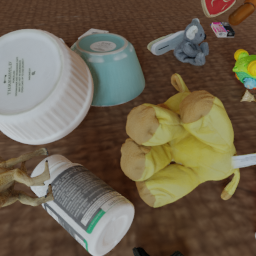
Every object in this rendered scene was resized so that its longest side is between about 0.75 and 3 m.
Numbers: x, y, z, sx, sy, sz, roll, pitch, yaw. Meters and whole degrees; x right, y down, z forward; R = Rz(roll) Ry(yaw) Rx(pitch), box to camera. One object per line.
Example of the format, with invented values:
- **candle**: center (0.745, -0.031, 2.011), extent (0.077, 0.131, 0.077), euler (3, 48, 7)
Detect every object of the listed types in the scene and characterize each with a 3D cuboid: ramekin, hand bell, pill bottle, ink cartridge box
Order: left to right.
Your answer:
- **ramekin**: center (-2.435, -1.124, 7.066), extent (2.928, 1.364, 2.928), euler (-3, 72, 8)
- **pill bottle**: center (-0.932, 1.369, 5.360), extent (1.956, 1.106, 1.106), euler (31, 49, 30)
- **ink cartridge box**: center (4.404, -4.675, 13.135), extent (0.762, 0.298, 1.609), euler (0, 38, 0)
- **hand bell**: center (3.935, -0.847, 8.622), extent (0.794, 0.413, 0.413), euler (26, 46, 12)

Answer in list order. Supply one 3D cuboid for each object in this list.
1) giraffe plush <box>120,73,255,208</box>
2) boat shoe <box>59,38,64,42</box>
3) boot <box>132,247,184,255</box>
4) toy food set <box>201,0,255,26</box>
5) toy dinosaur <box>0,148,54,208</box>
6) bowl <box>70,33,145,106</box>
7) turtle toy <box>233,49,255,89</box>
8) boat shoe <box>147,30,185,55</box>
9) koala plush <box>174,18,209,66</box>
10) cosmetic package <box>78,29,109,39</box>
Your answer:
- **giraffe plush**: center (1.237, 0.009, 6.228), extent (2.945, 2.541, 2.388), euler (3, 32, -10)
- **boat shoe**: center (-2.696, -3.165, 11.186), extent (0.408, 0.495, 1.441), euler (-19, 46, -20)
- **boot**: center (0.584, 2.298, 4.828), extent (0.698, 0.351, 0.933), euler (-31, 60, -22)
- **toy food set**: center (2.710, -2.904, 6.020), extent (2.521, 1.603, 0.397), euler (-6, 20, 0)
- **toy dinosaur**: center (-1.536, 0.760, 3.430), extent (1.169, 0.673, 2.313), euler (-8, 24, -15)
- **bowl**: center (-0.822, -2.114, 9.180), extent (2.838, 1.484, 2.838), euler (0, 39, 0)
- **turtle toy**: center (4.457, -1.819, 9.093), extent (2.162, 1.093, 1.576), euler (0, 33, -2)
- **boat shoe**: center (1.740, -3.578, 11.495), extent (2.044, 0.736, 0.634), euler (-23, 44, -21)
- **koala plush**: center (2.428, -3.313, 10.604), extent (1.325, 1.442, 1.279), euler (13, 43, 16)
- **cosmetic package**: center (-1.488, -3.966, 12.268), extent (0.888, 0.304, 1.178), euler (13, 42, 19)
